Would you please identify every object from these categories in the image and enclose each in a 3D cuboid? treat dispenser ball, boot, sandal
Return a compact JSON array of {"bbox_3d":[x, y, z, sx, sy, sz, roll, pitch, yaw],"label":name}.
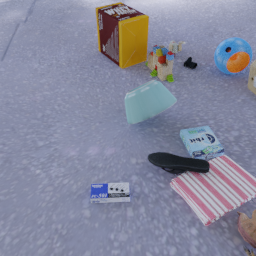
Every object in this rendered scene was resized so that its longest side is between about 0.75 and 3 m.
[{"bbox_3d":[5.460,-3.747,14.581,1.860,1.860,1.860,0,42,0],"label":"treat dispenser ball"},{"bbox_3d":[3.551,-3.590,15.508,0.690,0.314,0.821,25,54,30],"label":"boot"},{"bbox_3d":[1.729,1.340,9.819,2.168,0.519,0.815,9,28,14],"label":"sandal"}]

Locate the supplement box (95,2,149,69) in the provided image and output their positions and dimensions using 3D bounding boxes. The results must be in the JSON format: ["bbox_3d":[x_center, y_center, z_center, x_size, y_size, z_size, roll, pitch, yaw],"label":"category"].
[{"bbox_3d":[-0.353,-5.208,15.620,1.737,2.581,2.616,-25,48,-25],"label":"supplement box"}]

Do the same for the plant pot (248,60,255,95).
[{"bbox_3d":[6.891,-2.373,13.001,1.918,2.163,2.166,-23,46,-6],"label":"plant pot"}]

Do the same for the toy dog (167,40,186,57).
[{"bbox_3d":[2.752,-4.682,16.598,1.043,0.762,1.581,13,29,18],"label":"toy dog"}]

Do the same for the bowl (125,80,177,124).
[{"bbox_3d":[0.752,-1.169,11.373,2.217,1.160,2.217,-25,11,5],"label":"bowl"}]

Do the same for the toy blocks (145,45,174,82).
[{"bbox_3d":[1.677,-3.566,14.589,1.110,1.518,2.221,-16,44,-17],"label":"toy blocks"}]

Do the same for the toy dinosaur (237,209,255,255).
[{"bbox_3d":[3.547,3.052,7.811,1.371,0.868,2.023,-23,41,-14],"label":"toy dinosaur"}]

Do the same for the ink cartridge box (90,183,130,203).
[{"bbox_3d":[-0.580,2.127,9.201,1.270,0.281,0.597,-2,41,-1],"label":"ink cartridge box"}]

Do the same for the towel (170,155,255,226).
[{"bbox_3d":[2.977,1.954,9.370,2.602,0.389,1.904,-20,44,-22],"label":"towel"}]

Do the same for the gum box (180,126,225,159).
[{"bbox_3d":[2.851,0.563,10.897,1.223,0.321,1.440,-8,43,-11],"label":"gum box"}]
